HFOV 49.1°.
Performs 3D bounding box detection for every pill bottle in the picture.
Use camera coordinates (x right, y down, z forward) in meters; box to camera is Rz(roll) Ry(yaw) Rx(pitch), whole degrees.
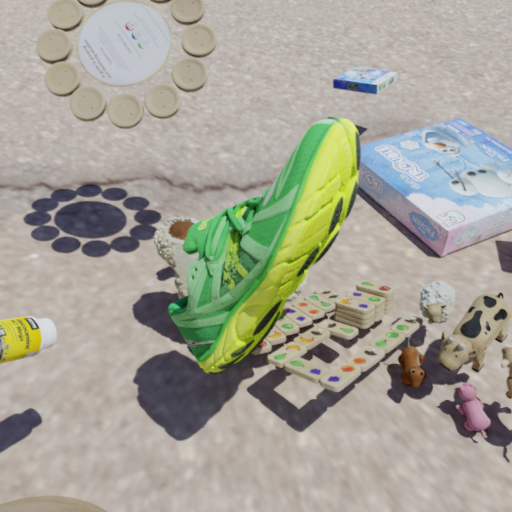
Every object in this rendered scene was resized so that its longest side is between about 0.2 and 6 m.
[{"bbox_3d":[-2.544,0.880,5.926,0.445,0.445,0.792,27,16,27],"label":"pill bottle"}]

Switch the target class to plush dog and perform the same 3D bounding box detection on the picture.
[{"bbox_3d":[-0.520,0.309,8.924,2.340,1.877,2.009,18,23,-6],"label":"plush dog"}]

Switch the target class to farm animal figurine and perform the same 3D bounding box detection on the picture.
[{"bbox_3d":[2.973,1.291,7.551,1.989,1.037,1.967,16,61,26],"label":"farm animal figurine"}]

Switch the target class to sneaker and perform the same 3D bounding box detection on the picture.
[{"bbox_3d":[-0.093,-0.095,5.905,1.369,3.276,1.213,41,30,14],"label":"sneaker"}]

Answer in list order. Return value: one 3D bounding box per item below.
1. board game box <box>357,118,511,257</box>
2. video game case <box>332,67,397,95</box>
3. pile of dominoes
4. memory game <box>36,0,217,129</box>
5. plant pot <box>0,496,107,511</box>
[{"bbox_3d":[4.022,-1.584,11.510,3.175,0.692,3.191,-20,44,-20],"label":"board game box"},{"bbox_3d":[2.492,-4.021,12.823,1.125,0.256,1.019,20,40,31],"label":"video game case"},{"bbox_3d":[1.063,0.931,8.069,1.932,0.395,2.479,15,26,39],"label":"pile of dominoes"},{"bbox_3d":[-1.959,-3.190,8.497,2.757,0.176,2.757,0,78,1],"label":"memory game"},{"bbox_3d":[-2.373,3.456,5.201,2.879,1.329,2.879,1,40,-1],"label":"plant pot"}]
